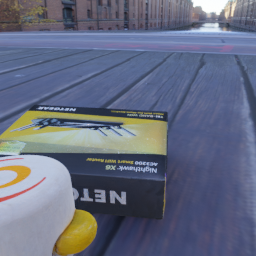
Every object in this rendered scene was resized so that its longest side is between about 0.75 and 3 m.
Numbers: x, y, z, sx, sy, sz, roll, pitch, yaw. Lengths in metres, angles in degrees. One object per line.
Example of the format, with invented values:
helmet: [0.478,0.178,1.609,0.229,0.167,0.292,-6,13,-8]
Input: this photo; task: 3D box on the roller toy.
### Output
roller toy: [-1.169,0.931,2.774,1.437,1.004,1.311,-16,21,-33]

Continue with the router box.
router box: [-0.754,0.406,4.977,2.889,0.754,2.271,3,28,7]
